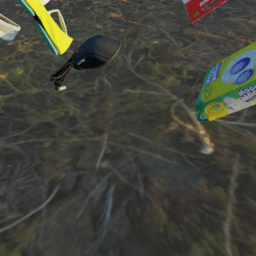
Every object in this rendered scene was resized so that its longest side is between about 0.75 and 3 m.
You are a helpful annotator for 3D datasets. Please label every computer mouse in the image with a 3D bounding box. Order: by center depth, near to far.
[{"bbox_3d":[-1.128,-1.485,6.327,2.098,0.483,1.473,14,66,54],"label":"computer mouse"}]

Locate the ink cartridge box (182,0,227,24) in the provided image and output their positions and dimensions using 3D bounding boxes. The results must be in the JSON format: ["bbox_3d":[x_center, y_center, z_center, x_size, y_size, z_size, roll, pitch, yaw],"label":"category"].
[{"bbox_3d":[2.211,-4.268,8.312,1.495,0.465,1.857,-27,56,33],"label":"ink cartridge box"}]

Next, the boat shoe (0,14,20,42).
[{"bbox_3d":[-3.446,-2.854,6.953,1.568,0.503,0.578,42,22,-18],"label":"boat shoe"}]

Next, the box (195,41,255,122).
[{"bbox_3d":[1.306,-0.580,3.202,0.322,1.333,0.782,38,56,-17],"label":"box"}]

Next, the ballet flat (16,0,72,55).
[{"bbox_3d":[-2.407,-3.256,7.864,0.849,2.532,0.846,-42,42,-10],"label":"ballet flat"}]
